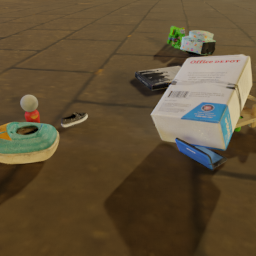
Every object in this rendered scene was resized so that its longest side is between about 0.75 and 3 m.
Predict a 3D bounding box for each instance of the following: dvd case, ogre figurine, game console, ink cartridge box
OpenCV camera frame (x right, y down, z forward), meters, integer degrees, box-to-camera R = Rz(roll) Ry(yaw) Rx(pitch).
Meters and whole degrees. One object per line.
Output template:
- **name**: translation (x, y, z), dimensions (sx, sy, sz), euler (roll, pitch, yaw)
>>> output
- **dvd case**: translation (1.421, -1.865, 10.242), dimensions (1.948, 0.241, 1.464), euler (-11, 32, -19)
- **ogre figurine**: translation (2.482, -4.569, 14.125), dimensions (0.793, 0.969, 1.616), euler (-2, 32, -2)
- **game console**: translation (1.580, 0.454, 6.042), dimensions (0.538, 0.777, 0.910), euler (-46, 47, -15)
- **ink cartridge box**: translation (1.808, -0.687, 6.604), dimensions (1.614, 0.932, 2.211), euler (9, 50, 37)

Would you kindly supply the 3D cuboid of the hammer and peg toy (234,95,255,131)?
- **hammer and peg toy**: translation (2.851, -0.459, 7.481), dimensions (1.775, 0.626, 1.306), euler (-16, 33, -24)

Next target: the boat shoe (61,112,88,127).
- **boat shoe**: translation (-1.442, -0.292, 7.535), dimensions (0.824, 0.273, 0.288), euler (-24, 38, -35)

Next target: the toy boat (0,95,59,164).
- **toy boat**: translation (-2.387, 0.000, 6.407), dimensions (1.650, 0.912, 1.963), euler (-3, 31, -4)

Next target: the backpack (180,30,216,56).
- **backpack**: translation (3.165, -3.906, 12.859), dimensions (1.433, 1.098, 1.259), euler (15, 28, 35)
